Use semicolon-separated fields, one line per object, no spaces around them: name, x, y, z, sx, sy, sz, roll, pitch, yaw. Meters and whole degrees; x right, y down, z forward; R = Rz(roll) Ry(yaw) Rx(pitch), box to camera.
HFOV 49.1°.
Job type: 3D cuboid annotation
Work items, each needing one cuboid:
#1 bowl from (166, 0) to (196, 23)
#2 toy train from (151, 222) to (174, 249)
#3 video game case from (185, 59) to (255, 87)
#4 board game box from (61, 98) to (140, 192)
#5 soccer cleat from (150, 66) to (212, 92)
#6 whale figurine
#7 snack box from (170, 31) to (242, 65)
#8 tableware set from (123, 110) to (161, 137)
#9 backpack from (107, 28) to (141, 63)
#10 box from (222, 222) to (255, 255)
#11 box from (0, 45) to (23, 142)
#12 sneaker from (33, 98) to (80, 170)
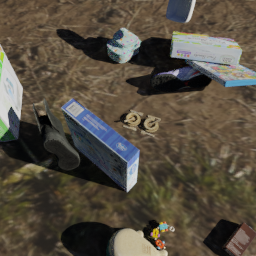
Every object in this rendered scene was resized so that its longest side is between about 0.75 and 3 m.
bowl;2.089;-4.675;10.792;0.429;1.147;1.148;-10;32;-40
toy train;1.132;3.581;9.373;0.642;0.238;0.854;35;70;17
video game case;4.030;-2.446;11.762;2.089;0.260;2.918;-7;32;-20
board game box;-0.880;0.682;9.526;2.807;2.793;0.609;38;66;19
soccer cleat;2.279;-2.231;12.370;2.693;0.918;0.985;-6;44;-3
whale figurine;0.266;4.025;8.790;1.997;1.036;1.589;22;33;-12
snack box;3.401;-3.633;12.641;2.909;0.771;2.069;8;32;5
tableware set;0.569;-0.271;11.503;1.420;0.285;0.939;18;62;10
backpack;-0.250;-3.818;13.058;1.292;1.126;1.470;39;73;13
box;3.663;3.705;9.197;1.095;0.410;0.548;-41;68;-19
box;-5.211;-1.281;10.534;1.433;2.963;2.614;-5;60;-4
sneaker;-1.947;0.261;7.732;0.639;2.126;1.109;-22;55;-1
